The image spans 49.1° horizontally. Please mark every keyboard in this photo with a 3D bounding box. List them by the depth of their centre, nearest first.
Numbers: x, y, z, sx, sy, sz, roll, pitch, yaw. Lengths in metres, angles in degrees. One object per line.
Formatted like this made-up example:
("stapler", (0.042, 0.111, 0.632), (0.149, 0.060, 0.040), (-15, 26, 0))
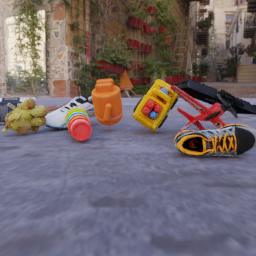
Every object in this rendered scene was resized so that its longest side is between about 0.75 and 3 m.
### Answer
("keyboard", (2.251, -0.745, 6.872), (2.173, 0.279, 1.305), (16, 0, -18))

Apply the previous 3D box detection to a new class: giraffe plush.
("giraffe plush", (-2.705, -0.219, 7.135), (1.101, 0.950, 0.893), (16, 26, -8))

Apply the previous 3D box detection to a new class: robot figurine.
("robot figurine", (-0.559, -0.639, 7.657), (0.795, 1.364, 0.981), (-27, 37, -28))

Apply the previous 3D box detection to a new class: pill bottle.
("pill bottle", (-3.962, -0.572, 9.393), (1.691, 0.898, 0.898), (-2, 8, -17))

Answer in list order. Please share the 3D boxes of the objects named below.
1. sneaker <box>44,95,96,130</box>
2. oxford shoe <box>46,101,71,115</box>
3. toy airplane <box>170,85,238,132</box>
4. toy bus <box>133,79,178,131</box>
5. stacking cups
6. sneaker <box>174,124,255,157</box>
("sneaker", (-1.654, -0.558, 8.547), (0.818, 0.825, 2.276), (25, 32, 27))
("oxford shoe", (-2.087, -0.472, 9.657), (1.720, 0.606, 0.643), (-20, 62, -32))
("toy airplane", (1.457, -0.196, 5.348), (1.785, 0.328, 1.785), (33, -19, 13))
("toy bus", (0.723, -0.633, 7.285), (0.901, 1.328, 1.275), (34, 3, 5))
("stacking cups", (-1.170, -0.088, 6.965), (0.654, 0.654, 2.161), (-2, 10, -15))
("sneaker", (1.457, 0.260, 4.681), (1.410, 0.552, 0.544), (-8, 3, 18))
